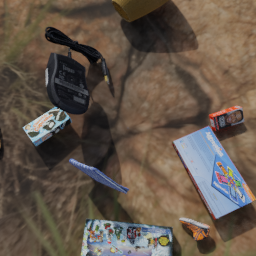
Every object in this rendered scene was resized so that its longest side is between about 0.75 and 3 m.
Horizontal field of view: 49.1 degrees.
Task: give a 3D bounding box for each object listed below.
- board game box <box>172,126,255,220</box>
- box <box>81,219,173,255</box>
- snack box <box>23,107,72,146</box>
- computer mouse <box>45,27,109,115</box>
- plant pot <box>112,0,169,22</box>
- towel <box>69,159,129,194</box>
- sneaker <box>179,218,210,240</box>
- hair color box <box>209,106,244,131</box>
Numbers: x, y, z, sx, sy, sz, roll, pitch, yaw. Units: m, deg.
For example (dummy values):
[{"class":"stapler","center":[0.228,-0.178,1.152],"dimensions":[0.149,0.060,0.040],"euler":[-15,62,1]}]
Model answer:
[{"class":"board game box","center":[2.185,1.097,7.331],"dimensions":[1.157,0.219,2.247],"euler":[-22,65,-7]},{"class":"box","center":[-0.037,3.014,6.628],"dimensions":[2.140,0.427,1.465],"euler":[4,66,2]},{"class":"snack box","center":[-2.199,-0.085,7.663],"dimensions":[1.163,0.216,0.676],"euler":[-36,56,-16]},{"class":"computer mouse","center":[-1.347,-1.311,7.630],"dimensions":[2.038,0.668,2.903],"euler":[15,48,-40]},{"class":"plant pot","center":[0.410,-4.275,8.747],"dimensions":[1.812,1.688,1.688],"euler":[-45,76,-1]},{"class":"towel","center":[-0.721,1.096,6.618],"dimensions":[1.073,1.483,0.177],"euler":[39,72,-27]},{"class":"sneaker","center":[1.592,2.503,6.876],"dimensions":[0.759,0.294,0.425],"euler":[13,87,27]},{"class":"hair color box","center":[2.763,-0.272,7.839],"dimensions":[0.888,0.272,0.451],"euler":[-19,108,-7]}]
